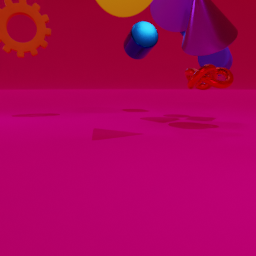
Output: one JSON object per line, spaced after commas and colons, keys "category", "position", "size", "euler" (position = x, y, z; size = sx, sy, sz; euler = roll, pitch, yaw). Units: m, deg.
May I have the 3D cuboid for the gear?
{"category": "gear", "position": [-3.729, -3.489, 9.836], "size": [1.947, 1.947, 0.360], "euler": [-3, 9, -16]}

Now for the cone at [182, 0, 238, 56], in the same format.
{"category": "cone", "position": [1.835, -2.781, 6.831], "size": [1.427, 1.432, 1.427], "euler": [-16, 42, 15]}

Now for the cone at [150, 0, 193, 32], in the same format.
{"category": "cone", "position": [1.429, -3.669, 7.557], "size": [1.529, 1.529, 1.535], "euler": [0, -8, -1]}

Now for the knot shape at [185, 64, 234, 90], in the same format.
{"category": "knot shape", "position": [2.125, -1.396, 7.786], "size": [1.390, 0.642, 1.300], "euler": [3, 6, 36]}

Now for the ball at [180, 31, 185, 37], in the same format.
{"category": "ball", "position": [2.236, -3.554, 9.457], "size": [1.122, 1.122, 1.122], "euler": [0, 9, 0]}

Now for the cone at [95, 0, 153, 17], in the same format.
{"category": "cone", "position": [-0.388, -3.063, 5.283], "size": [1.527, 1.527, 1.533], "euler": [-6, 34, -34]}

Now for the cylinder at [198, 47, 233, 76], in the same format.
{"category": "cylinder", "position": [2.902, -2.282, 9.285], "size": [0.997, 0.997, 0.997], "euler": [4, 3, 25]}

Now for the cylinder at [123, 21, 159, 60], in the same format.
{"category": "cylinder", "position": [0.542, -3.765, 12.124], "size": [1.221, 1.221, 1.221], "euler": [-3, -9, -17]}
